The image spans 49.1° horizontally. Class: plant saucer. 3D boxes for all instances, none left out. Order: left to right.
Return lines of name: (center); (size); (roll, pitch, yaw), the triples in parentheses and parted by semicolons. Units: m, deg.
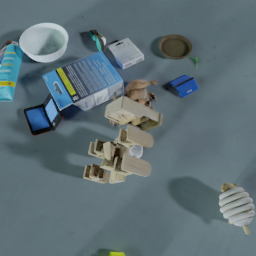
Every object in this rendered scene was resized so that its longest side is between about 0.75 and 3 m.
plant saucer: (2.236, -3.815, 13.263); (1.604, 0.236, 1.604); (0, 59, 0)

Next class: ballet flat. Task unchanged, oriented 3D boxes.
ballet flat: (-1.366, -4.220, 13.360); (0.514, 0.511, 1.502); (-20, 62, -21)

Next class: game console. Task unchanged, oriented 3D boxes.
game console: (-3.342, -0.571, 11.000); (0.827, 1.200, 1.393); (2, 50, -47)
game console: (2.408, -1.827, 12.181); (0.975, 0.577, 0.832); (-28, 95, -15)

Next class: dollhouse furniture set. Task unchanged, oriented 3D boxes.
dollhouse furniture set: (0.029, 0.557, 9.285); (1.708, 2.411, 2.625); (22, 63, -29)

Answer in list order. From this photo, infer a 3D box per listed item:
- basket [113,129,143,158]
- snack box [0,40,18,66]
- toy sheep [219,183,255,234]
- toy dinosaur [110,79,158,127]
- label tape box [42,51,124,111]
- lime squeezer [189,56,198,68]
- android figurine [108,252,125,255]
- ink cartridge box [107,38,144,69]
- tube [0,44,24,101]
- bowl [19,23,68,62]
basket: (0.001, 0.737, 10.077); (0.737, 1.194, 0.809); (35, 65, 26)
snack box: (-5.756, -3.484, 13.090); (0.556, 0.188, 1.547); (15, 61, 8)
toy sheep: (3.502, 2.551, 9.022); (1.166, 1.166, 1.691); (-17, 61, -9)
toy dinosaur: (0.218, -1.311, 11.357); (1.769, 1.120, 2.610); (10, 54, 13)
label tape box: (-1.850, -1.832, 11.731); (2.767, 0.915, 1.983); (-27, 63, -12)
lime squeezer: (3.098, -3.086, 12.893); (0.267, 0.143, 0.756); (-17, 62, -10)
android figurine: (-0.420, 4.404, 8.437); (1.343, 0.276, 1.223); (5, 60, 1)
ink cartridge box: (-0.114, -3.483, 13.036); (1.161, 0.361, 1.442); (-28, 59, -15)
tube: (-5.229, -2.338, 12.210); (1.098, 0.714, 2.835); (-3, 63, 12)
bowl: (-3.726, -3.708, 12.775); (2.140, 0.962, 2.140); (0, 59, 0)
